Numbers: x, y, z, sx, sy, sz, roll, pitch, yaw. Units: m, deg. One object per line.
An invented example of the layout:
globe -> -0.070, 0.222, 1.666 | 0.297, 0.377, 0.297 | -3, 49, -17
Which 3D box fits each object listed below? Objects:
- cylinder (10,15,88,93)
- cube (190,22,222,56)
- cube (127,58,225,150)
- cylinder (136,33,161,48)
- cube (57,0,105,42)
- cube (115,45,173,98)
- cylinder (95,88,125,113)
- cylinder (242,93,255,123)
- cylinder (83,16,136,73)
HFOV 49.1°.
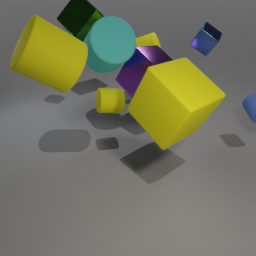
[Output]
cylinder -> -1.941, -1.780, 6.910 | 1.400, 1.400, 1.400 | 23, 16, -33
cube -> 2.649, -3.016, 9.498 | 0.700, 0.700, 0.700 | 35, 46, -3
cube -> 1.102, -0.606, 6.661 | 1.400, 1.400, 1.400 | -24, 64, -39
cylinder -> 0.611, -3.016, 11.521 | 1.400, 1.400, 1.400 | -13, 26, 18
cube -> -1.790, -4.439, 11.715 | 1.400, 1.400, 1.400 | 49, 15, 20
cube -> 0.725, -1.772, 9.429 | 1.400, 1.400, 1.400 | 48, 38, 16
cylinder -> -0.522, -0.786, 8.049 | 0.700, 0.700, 0.700 | -1, 28, -20
cylinder -> 4.029, -0.619, 8.681 | 0.700, 0.700, 0.700 | -5, 49, -8
cylinder -> -0.631, -2.525, 8.683 | 1.400, 1.400, 1.400 | -11, 3, -19
